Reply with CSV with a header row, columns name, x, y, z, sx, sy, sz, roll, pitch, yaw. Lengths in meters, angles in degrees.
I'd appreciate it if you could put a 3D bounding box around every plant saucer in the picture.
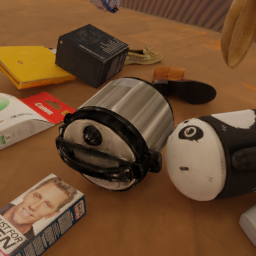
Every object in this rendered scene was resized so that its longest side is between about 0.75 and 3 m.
name,x,y,z,sx,sy,sz,roll,pitch,yaw
plant saucer,2.793,-2.566,6.820,0.396,2.234,2.234,28,43,27

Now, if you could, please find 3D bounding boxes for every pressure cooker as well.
name,x,y,z,sx,sy,sz,roll,pitch,yaw
pressure cooker,-0.285,0.183,5.908,2.027,1.996,2.269,49,43,-9

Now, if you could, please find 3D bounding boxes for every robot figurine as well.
name,x,y,z,sx,sy,sz,roll,pitch,yaw
robot figurine,2.138,0.488,5.774,2.770,2.081,1.729,-8,52,-12

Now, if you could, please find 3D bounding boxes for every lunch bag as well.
name,x,y,z,sx,sy,sz,roll,pitch,yaw
lunch bag,-0.425,-3.887,7.165,0.678,1.796,1.439,20,11,7

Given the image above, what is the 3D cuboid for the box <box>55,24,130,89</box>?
name,x,y,z,sx,sy,sz,roll,pitch,yaw
box,-1.335,-2.780,10.612,1.976,1.225,1.943,32,41,11

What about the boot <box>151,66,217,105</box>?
name,x,y,z,sx,sy,sz,roll,pitch,yaw
boot,1.938,-1.619,10.050,2.223,0.808,2.361,0,26,12

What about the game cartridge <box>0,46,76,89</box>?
name,x,y,z,sx,sy,sz,roll,pitch,yaw
game cartridge,-3.426,-2.274,10.167,2.112,0.389,2.396,43,35,21

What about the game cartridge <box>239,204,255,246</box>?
name,x,y,z,sx,sy,sz,roll,pitch,yaw
game cartridge,3.229,2.048,4.635,1.625,0.499,2.442,-25,43,-25

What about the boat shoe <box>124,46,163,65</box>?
name,x,y,z,sx,sy,sz,roll,pitch,yaw
boat shoe,0.466,-3.160,12.092,2.158,0.676,0.791,-7,35,-11

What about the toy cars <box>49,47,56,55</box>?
name,x,y,z,sx,sy,sz,roll,pitch,yaw
toy cars,-3.597,-2.716,11.526,1.183,0.584,2.638,20,32,-4

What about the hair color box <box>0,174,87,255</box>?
name,x,y,z,sx,sy,sz,roll,pitch,yaw
hair color box,-1.774,1.733,4.987,0.981,0.593,1.961,23,41,30

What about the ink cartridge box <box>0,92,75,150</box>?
name,x,y,z,sx,sy,sz,roll,pitch,yaw
ink cartridge box,-3.150,-0.565,8.356,2.677,0.670,2.154,-31,45,-34
